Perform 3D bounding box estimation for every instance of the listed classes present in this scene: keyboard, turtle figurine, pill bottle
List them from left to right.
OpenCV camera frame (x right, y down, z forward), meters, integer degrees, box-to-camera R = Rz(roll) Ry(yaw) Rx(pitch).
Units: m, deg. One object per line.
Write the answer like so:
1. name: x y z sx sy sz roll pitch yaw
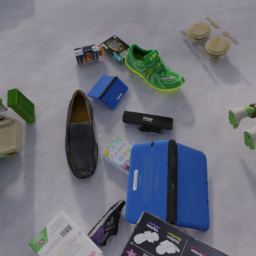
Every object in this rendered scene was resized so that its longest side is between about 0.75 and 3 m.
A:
1. pill bottle: -1.557 -2.969 11.162 1.176 0.625 0.625 -17 61 -9
2. keyboard: 0.657 -0.131 9.751 1.785 0.354 0.929 9 37 6
3. turtle figurine: 4.866 -0.306 9.139 2.784 2.872 2.067 -23 85 0

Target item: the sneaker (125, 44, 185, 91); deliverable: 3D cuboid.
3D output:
1. sneaker: 0.944 -2.268 10.475 2.602 1.087 0.964 33 64 17

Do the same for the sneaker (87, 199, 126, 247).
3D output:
1. sneaker: -0.459 2.707 7.964 0.617 0.534 1.409 43 70 4

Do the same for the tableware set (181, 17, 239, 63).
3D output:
1. tableware set: 3.373 -3.657 11.704 1.431 0.434 2.165 -30 57 -3

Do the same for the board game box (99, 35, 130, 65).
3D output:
1. board game box: -0.435 -3.246 11.578 0.915 0.190 1.352 -38 67 -20

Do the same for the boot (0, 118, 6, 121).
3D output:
1. boot: -4.384 0.359 9.244 1.471 0.544 1.206 -22 64 -21

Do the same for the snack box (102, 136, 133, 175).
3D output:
1. snack box: -0.161 0.885 9.068 1.134 0.300 0.806 33 65 18

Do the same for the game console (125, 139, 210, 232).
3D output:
1. game console: 1.202 1.724 8.367 2.074 1.438 2.430 -8 59 25

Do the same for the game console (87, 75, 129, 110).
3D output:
1. game console: -0.741 -1.338 10.428 1.005 0.697 1.178 42 63 -18

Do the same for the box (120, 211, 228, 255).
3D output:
1. box: 0.706 3.278 6.154 1.896 2.869 1.646 25 63 14

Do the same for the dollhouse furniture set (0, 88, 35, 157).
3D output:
1. dollhouse furniture set: -4.025 0.107 9.145 1.558 1.194 2.379 -14 62 5

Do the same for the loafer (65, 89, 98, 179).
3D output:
1. loafer: -1.582 0.135 9.054 1.092 1.084 2.999 -9 60 -6

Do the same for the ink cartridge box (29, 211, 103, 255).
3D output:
1. ink cartridge box: -1.612 3.243 7.454 1.611 0.677 1.167 38 66 20
